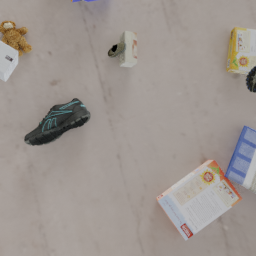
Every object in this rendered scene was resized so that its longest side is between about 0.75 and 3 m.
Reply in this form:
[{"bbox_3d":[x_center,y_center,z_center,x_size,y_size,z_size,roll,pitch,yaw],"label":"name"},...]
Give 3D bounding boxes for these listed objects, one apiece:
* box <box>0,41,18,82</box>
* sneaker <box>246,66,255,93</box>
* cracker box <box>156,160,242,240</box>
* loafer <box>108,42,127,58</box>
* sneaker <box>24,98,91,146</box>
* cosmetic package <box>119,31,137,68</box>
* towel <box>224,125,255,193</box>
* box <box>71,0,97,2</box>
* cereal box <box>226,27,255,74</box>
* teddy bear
[{"bbox_3d":[-3.164,-1.670,6.561,0.963,0.968,0.633,30,77,-17],"label":"box"},{"bbox_3d":[3.342,-1.450,5.908,0.766,1.799,0.693,-3,61,-28],"label":"sneaker"},{"bbox_3d":[2.249,2.268,9.024,2.249,0.649,1.506,-35,86,-3],"label":"cracker box"},{"bbox_3d":[-0.433,-2.610,9.249,0.345,0.991,0.373,2,82,-33],"label":"loafer"},{"bbox_3d":[-2.379,-0.179,9.226,2.276,0.858,0.902,-27,72,-8],"label":"sneaker"},{"bbox_3d":[0.004,-2.624,9.384,0.462,0.547,1.058,2,87,-24],"label":"cosmetic package"},{"bbox_3d":[4.664,1.346,9.002,2.818,0.335,2.070,28,69,2],"label":"towel"},{"bbox_3d":[-1.544,-5.311,9.427,1.491,0.519,2.504,-21,88,-23],"label":"box"},{"bbox_3d":[4.480,-2.527,9.491,2.063,0.408,1.485,9,86,1],"label":"cereal box"},{"bbox_3d":[-3.858,-3.060,9.510,1.024,0.472,1.412,-15,86,-3],"label":"teddy bear"}]
